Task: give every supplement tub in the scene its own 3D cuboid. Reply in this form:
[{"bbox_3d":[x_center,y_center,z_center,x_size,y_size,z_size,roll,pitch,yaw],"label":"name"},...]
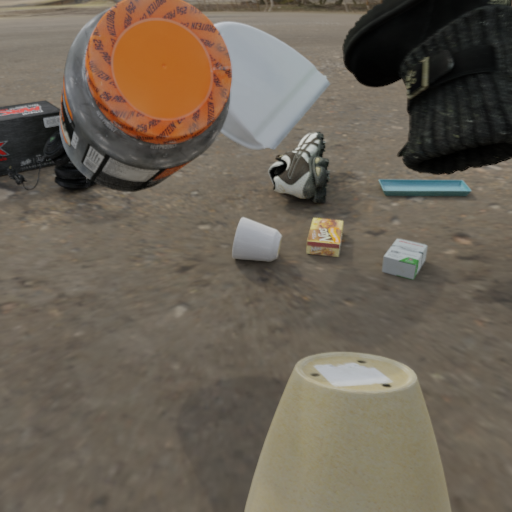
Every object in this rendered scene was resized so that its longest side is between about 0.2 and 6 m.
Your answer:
[{"bbox_3d":[-1.398,-1.807,6.735,1.796,1.796,2.932,-13,3,-21],"label":"supplement tub"}]

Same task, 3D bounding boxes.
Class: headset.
[{"bbox_3d":[-4.248,-2.103,12.312,2.240,1.383,1.052,-32,40,-28],"label":"headset"}]

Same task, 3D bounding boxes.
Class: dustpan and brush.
[{"bbox_3d":[-0.807,-3.658,10.348,3.889,1.113,2.714,42,53,-7],"label":"dustpan and brush"}]

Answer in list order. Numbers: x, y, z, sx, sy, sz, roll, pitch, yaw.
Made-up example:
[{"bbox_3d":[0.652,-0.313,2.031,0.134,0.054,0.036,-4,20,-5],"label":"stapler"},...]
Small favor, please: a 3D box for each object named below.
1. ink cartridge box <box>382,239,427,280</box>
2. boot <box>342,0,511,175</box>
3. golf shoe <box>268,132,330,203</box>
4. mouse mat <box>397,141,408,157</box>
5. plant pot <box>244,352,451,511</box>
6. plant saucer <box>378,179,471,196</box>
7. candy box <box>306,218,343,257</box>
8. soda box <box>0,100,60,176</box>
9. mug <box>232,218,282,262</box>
[{"bbox_3d":[2.522,0.044,9.481,0.559,0.317,0.763,16,33,26],"label":"ink cartridge box"},{"bbox_3d":[1.843,-1.849,6.252,1.006,1.999,2.674,-4,-2,-17],"label":"boot"},{"bbox_3d":[0.930,-2.114,12.595,1.297,1.068,2.746,1,28,2],"label":"golf shoe"},{"bbox_3d":[3.711,-2.776,9.107,2.328,2.893,0.109,-26,73,-28],"label":"mouse mat"},{"bbox_3d":[0.700,1.778,4.228,1.789,1.910,1.789,2,8,0],"label":"plant pot"},{"bbox_3d":[3.705,-1.499,12.397,1.903,0.180,0.665,0,29,1],"label":"plant saucer"},{"bbox_3d":[1.263,-0.351,10.226,0.579,0.277,1.003,6,30,10],"label":"candy box"},{"bbox_3d":[-6.660,-2.610,13.194,4.164,1.318,1.473,-19,35,-31],"label":"soda box"},{"bbox_3d":[0.057,-0.282,9.719,0.747,0.729,0.910,13,37,6],"label":"mug"}]
